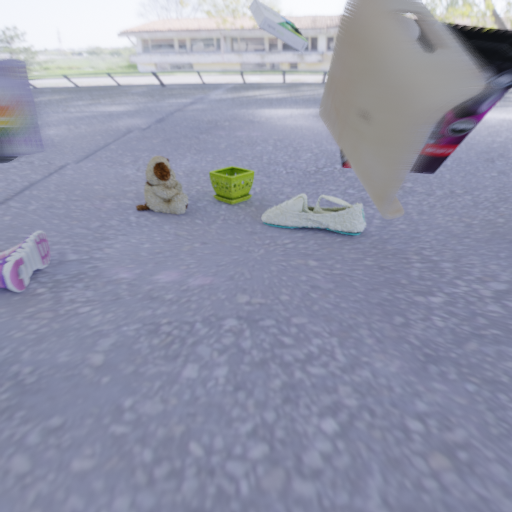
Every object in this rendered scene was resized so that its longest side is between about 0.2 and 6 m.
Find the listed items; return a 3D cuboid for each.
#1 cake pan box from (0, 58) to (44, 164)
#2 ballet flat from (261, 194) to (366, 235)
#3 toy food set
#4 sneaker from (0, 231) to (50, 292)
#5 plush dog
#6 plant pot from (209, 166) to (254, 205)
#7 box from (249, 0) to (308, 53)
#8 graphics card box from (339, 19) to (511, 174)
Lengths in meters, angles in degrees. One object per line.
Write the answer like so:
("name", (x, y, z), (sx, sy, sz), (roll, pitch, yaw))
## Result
("cake pan box", (-4.733, -2.489, 9.965), (1.575, 1.710, 0.447), (-7, 10, 12))
("ballet flat", (1.272, -0.987, 12.311), (2.347, 0.842, 0.842), (8, 25, 18))
("toy food set", (1.624, -1.776, 6.721), (0.764, 2.529, 1.814), (-21, 68, -12))
("sneaker", (-4.303, 0.071, 10.029), (0.770, 0.700, 1.741), (-5, 24, 7))
("plush dog", (-2.301, -1.737, 13.333), (1.217, 1.303, 1.517), (-6, 24, -13))
("plant pot", (-0.606, -1.758, 14.064), (0.848, 0.770, 0.844), (21, 32, 40))
("box", (0.406, -4.360, 10.574), (0.976, 0.246, 1.352), (22, 32, -25))
("graphics card box", (2.369, -2.127, 8.045), (1.641, 2.616, 0.665), (3, 65, -11))
